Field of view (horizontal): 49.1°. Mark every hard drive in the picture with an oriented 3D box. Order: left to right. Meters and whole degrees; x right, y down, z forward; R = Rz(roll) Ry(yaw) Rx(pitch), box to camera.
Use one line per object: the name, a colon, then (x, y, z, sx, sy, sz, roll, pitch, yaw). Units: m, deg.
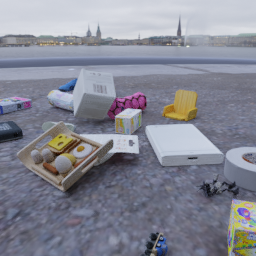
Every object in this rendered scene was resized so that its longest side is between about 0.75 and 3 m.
hard drive: (-5.007, 0.214, 9.919, 2.110, 0.347, 1.472, -12, 22, -33)
hard drive: (1.685, 0.463, 9.153, 1.808, 0.366, 2.741, -2, 18, -5)

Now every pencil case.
pencil case: (-3.055, -1.336, 13.760, 2.036, 0.847, 0.924, 16, 0, 36)
pencil case: (0.012, -1.075, 12.752, 0.989, 1.020, 2.179, 8, 19, 33)

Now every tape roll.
tape roll: (3.331, 1.027, 7.177, 1.621, 0.535, 1.621, 1, 18, 0)

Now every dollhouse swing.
dollhouse swing: (2.359, -1.050, 12.537, 1.279, 1.124, 1.162, 16, 24, 38)

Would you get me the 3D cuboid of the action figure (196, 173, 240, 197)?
action figure: (2.045, 1.318, 6.446, 0.906, 0.462, 0.538, 2, 29, 2)

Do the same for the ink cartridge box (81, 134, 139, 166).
ink cartridge box: (-0.646, 0.639, 8.528, 1.916, 0.453, 1.534, 1, 18, 0)

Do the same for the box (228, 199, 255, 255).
box: (1.929, 1.754, 4.533, 0.513, 0.810, 0.841, 6, 18, 16)

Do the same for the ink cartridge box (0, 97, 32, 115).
ink cartridge box: (-6.090, -1.075, 13.693, 1.405, 0.494, 2.354, 11, 23, 32)

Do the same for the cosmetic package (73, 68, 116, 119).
cosmetic package: (-1.451, -1.371, 11.673, 1.346, 1.608, 1.338, 5, 55, -25)

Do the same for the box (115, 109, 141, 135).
box: (0.029, -0.260, 10.816, 0.620, 0.688, 1.224, 7, 20, 21)

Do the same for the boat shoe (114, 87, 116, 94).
boat shoe: (-1.278, -2.467, 17.249, 0.972, 0.838, 2.664, -2, 18, -6)

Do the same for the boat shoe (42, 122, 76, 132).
boat shoe: (-2.566, 0.011, 10.542, 1.292, 0.451, 0.460, 4, 2, 10)

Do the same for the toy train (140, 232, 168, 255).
toy train: (0.317, 2.133, 4.260, 0.362, 0.270, 1.581, 10, 21, 18)

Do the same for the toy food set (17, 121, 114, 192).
toy food set: (-1.701, 0.565, 7.354, 2.322, 0.701, 1.666, 18, 49, 41)

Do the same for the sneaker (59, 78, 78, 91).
sneaker: (-3.792, -2.927, 18.804, 1.974, 0.774, 0.651, -17, 27, -39)
